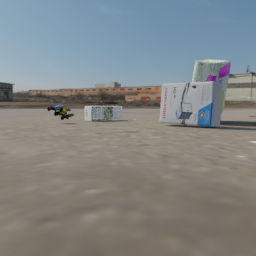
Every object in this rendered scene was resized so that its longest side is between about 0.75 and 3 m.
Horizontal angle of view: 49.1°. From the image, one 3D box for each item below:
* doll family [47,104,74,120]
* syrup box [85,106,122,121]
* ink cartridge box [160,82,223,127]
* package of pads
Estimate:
[{"bbox_3d":[-2.441,-0.580,10.018,1.035,0.406,0.598,16,29,41],"label":"doll family"},{"bbox_3d":[-1.014,-0.617,11.791,1.532,0.603,0.624,-4,6,-37],"label":"syrup box"},{"bbox_3d":[1.898,-0.717,8.555,1.738,1.272,0.746,4,2,40],"label":"ink cartridge box"},{"bbox_3d":[3.124,-1.429,10.547,0.972,2.202,2.850,12,19,25],"label":"package of pads"}]
